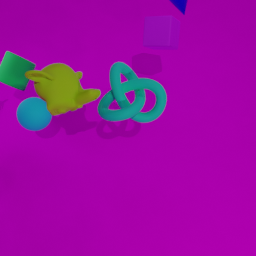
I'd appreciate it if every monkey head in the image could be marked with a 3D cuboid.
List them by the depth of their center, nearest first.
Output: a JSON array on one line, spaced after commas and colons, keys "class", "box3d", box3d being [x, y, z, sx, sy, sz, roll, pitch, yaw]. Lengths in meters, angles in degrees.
[{"class": "monkey head", "box3d": [-1.192, -0.838, 5.525, 1.185, 1.648, 0.993, -15, 94, 23]}]

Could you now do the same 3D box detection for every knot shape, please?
[{"class": "knot shape", "box3d": [0.145, -0.638, 5.864, 1.343, 0.663, 1.435, 19, 67, -6]}]

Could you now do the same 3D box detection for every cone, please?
[{"class": "cone", "box3d": [1.832, -4.296, 9.662, 0.874, 0.877, 0.874, -17, 40, 15]}]

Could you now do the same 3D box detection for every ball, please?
[{"class": "ball", "box3d": [-2.341, -0.347, 7.021, 0.840, 0.840, 0.840, 0, 55, 0]}]

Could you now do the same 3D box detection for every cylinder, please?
[{"class": "cylinder", "box3d": [-3.228, -1.628, 8.057, 0.857, 0.857, 0.857, 26, 92, 17]}]

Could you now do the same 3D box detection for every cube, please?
[{"class": "cube", "box3d": [1.002, -2.793, 8.294, 0.835, 0.835, 0.835, 9, 11, 26]}]
